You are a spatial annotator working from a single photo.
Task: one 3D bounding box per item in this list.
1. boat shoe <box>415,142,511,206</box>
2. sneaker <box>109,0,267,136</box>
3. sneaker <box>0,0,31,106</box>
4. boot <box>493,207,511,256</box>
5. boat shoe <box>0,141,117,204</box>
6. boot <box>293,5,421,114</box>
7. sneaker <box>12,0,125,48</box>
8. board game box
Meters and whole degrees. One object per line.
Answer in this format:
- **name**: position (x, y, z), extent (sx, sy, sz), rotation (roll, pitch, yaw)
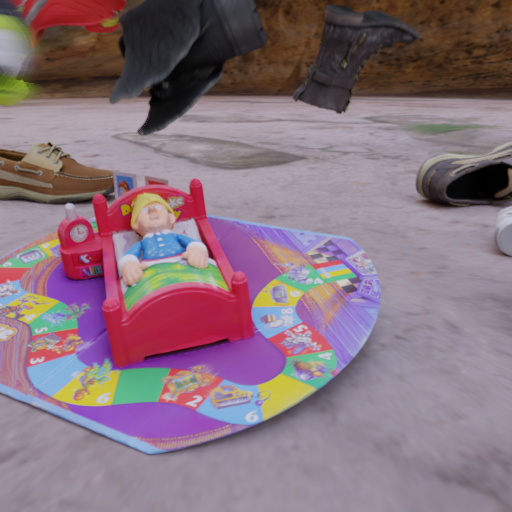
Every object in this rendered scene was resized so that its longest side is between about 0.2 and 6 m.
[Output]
- **boat shoe**: position (4.708, -1.450, 10.847), extent (3.107, 1.157, 1.139), rotation (-11, 30, -6)
- **sneaker**: position (-0.967, -2.906, 6.782), extent (1.764, 1.016, 3.382), rotation (-25, 49, 7)
- **sneaker**: position (-3.038, -1.635, 4.239), extent (2.571, 1.065, 0.922), rotation (7, -17, 0)
- **boot**: position (4.556, -0.414, 7.972), extent (2.185, 0.804, 1.044), rotation (6, 26, 19)
- **boat shoe**: position (-4.266, -1.702, 11.235), extent (3.010, 1.112, 1.139), rotation (2, 19, 5)
- **boot**: position (1.507, -2.911, 8.545), extent (1.748, 1.522, 0.605), rotation (2, 35, -19)
- **sneaker**: position (-1.624, -2.939, 5.890), extent (2.476, 1.051, 0.953), rotation (-17, 41, 12)
- **board game box**: position (-1.094, -0.004, 5.708), extent (4.589, 0.894, 3.626), rotation (11, 32, 28)
